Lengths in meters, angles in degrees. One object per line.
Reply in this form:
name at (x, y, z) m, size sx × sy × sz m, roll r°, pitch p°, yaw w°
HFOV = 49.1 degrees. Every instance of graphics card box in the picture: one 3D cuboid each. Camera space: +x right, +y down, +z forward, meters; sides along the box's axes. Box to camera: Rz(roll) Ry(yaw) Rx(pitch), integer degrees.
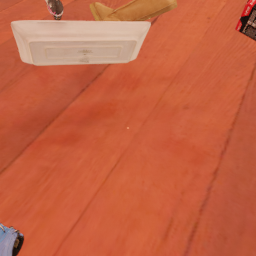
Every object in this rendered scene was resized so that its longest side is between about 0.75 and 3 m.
graphics card box at (2.565, -1.802, 5.022) m, size 1.138 × 0.714 × 0.289 m, roll 38°, pitch 77°, yaw 15°

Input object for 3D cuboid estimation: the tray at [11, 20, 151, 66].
tray at (-1.042, -1.884, 6.572) m, size 2.956 × 1.587 × 0.328 m, roll -5°, pitch 75°, yaw -13°

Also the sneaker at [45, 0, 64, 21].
sneaker at (-2.223, -3.689, 8.101) m, size 0.522 × 0.562 × 1.301 m, roll -12°, pitch 77°, yaw -16°

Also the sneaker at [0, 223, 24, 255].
sneaker at (-1.719, 1.467, 3.594) m, size 0.651 × 0.573 × 1.460 m, roll -4°, pitch 39°, yaw -37°

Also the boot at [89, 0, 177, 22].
boot at (0.090, -3.390, 7.902) m, size 2.126 × 0.703 × 1.862 m, roll -26°, pitch 53°, yaw 6°
